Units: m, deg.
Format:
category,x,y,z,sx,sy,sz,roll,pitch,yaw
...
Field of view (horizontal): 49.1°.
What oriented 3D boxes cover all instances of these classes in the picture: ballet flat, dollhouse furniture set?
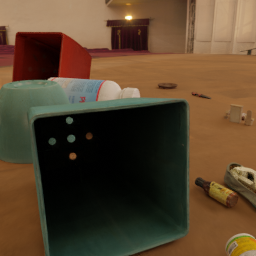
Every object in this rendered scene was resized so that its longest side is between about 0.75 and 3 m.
category,x,y,z,sx,sy,sz,roll,pitch,yaw
ballet flat,2.291,1.070,4.915,0.542,0.512,1.609,-7,20,-21
dollhouse furniture set,4.020,-0.595,9.790,1.048,0.600,1.228,15,24,37

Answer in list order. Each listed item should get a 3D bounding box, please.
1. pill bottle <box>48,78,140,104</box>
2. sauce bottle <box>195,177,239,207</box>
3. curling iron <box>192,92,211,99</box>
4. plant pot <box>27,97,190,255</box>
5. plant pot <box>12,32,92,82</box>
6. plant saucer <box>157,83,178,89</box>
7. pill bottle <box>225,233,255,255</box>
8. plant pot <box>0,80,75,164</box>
category,x,y,z,sx,sy,sz,roll,pitch,yaw
pill bottle,-1.135,-0.710,8.617,2.855,1.552,1.552,5,19,15
sauce bottle,1.580,1.135,5.100,0.278,0.278,0.844,-13,23,-33
curling iron,3.519,-1.575,13.429,0.309,0.159,1.245,-10,21,-28
plant pot,-0.614,0.454,4.669,1.983,1.982,2.805,-8,14,-22
plant pot,-3.262,-2.638,12.820,2.873,2.876,2.534,12,9,29
plant saucer,2.231,-2.372,15.798,1.145,0.184,1.145,0,19,0
pill bottle,1.484,1.657,3.304,0.417,0.417,0.751,-1,19,-2
plant pot,-2.386,-0.306,7.182,2.121,1.702,2.121,0,18,0
